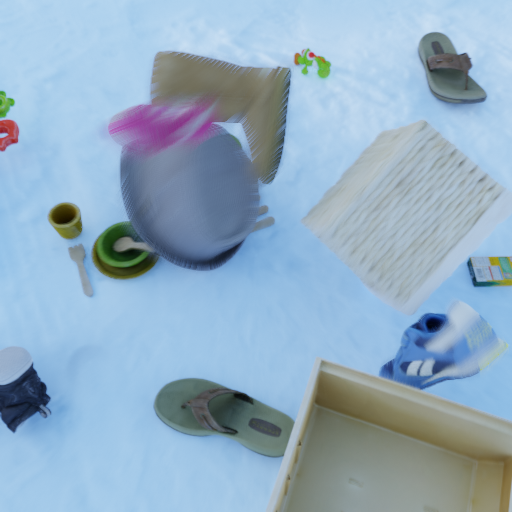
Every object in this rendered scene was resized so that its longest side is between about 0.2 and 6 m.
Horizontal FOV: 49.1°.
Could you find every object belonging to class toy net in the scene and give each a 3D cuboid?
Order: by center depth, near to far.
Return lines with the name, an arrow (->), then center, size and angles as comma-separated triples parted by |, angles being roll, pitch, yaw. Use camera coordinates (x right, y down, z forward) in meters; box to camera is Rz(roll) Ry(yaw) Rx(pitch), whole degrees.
toy net -> -5.478, -1.382, 10.413 | 2.211, 0.814, 4.215 | -9, 57, -10

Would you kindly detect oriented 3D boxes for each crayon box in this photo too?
crayon box -> 4.064, 0.267, 9.538 | 0.804, 0.207, 0.506 | -1, 55, 0

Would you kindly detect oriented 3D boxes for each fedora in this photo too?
fedora -> -0.842, -1.143, 9.016 | 2.434, 1.242, 2.752 | -5, 88, -35

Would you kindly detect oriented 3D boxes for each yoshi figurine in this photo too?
yoshi figurine -> 1.328, -4.321, 12.725 | 0.563, 0.565, 1.006 | 8, 24, -45

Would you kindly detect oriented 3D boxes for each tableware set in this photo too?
tableware set -> -1.745, -1.011, 10.133 | 3.837, 0.589, 2.585 | -22, 60, -14

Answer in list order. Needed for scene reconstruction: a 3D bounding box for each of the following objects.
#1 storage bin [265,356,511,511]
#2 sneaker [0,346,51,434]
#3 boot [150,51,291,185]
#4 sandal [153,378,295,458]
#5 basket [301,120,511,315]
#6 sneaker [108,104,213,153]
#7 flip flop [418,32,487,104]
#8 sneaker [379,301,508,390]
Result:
storage bin -> 1.641, 3.204, 6.743 | 2.897, 1.367, 2.918 | 16, 56, 12
sneaker -> -3.703, 1.908, 8.023 | 2.045, 1.164, 0.772 | -6, 26, 39
boot -> -0.593, -2.127, 8.636 | 2.097, 0.694, 1.837 | 9, 93, 12
sandal -> -0.426, 2.173, 7.903 | 2.134, 0.609, 0.848 | 11, 54, 15
basket -> 2.086, -0.630, 8.265 | 1.761, 2.170, 2.190 | 43, 93, -8
sneaker -> -1.355, -1.730, 7.618 | 0.685, 0.632, 1.553 | 9, 17, 44
flip flop -> 4.315, -4.278, 12.426 | 1.064, 0.756, 2.624 | -5, 55, -3
sneaker -> 2.276, 1.213, 7.389 | 0.774, 2.093, 0.861 | -31, 83, -37
